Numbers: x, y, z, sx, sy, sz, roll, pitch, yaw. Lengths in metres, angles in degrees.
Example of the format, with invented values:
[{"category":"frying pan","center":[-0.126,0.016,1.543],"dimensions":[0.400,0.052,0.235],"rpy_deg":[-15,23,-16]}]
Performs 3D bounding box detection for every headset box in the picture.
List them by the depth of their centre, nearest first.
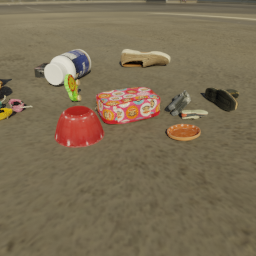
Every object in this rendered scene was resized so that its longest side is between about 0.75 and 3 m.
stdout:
[{"category":"headset box","center":[-3.979,-2.839,13.873],"dimensions":[0.923,0.479,1.240],"rpy_deg":[5,26,9]}]

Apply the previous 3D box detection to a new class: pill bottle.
[{"category":"pill bottle","center":[-2.761,-2.767,12.865],"dimensions":[1.278,1.278,2.302],"rpy_deg":[10,30,19]}]

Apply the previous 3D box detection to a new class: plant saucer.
[{"category":"plant saucer","center":[1.677,0.143,8.443],"dimensions":[0.990,0.160,0.990],"rpy_deg":[-4,24,2]}]

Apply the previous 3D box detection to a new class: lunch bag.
[{"category":"lunch bag","center":[-0.069,-0.895,9.743],"dimensions":[2.057,0.843,1.812],"rpy_deg":[-10,28,-16]}]

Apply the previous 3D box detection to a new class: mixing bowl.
[{"category":"mixing bowl","center":[-1.483,-0.149,8.387],"dimensions":[1.519,0.823,1.519],"rpy_deg":[-1,28,0]}]

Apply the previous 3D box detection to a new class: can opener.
[{"category":"can opener","center":[1.858,-0.908,10.386],"dimensions":[0.601,0.479,1.796],"rpy_deg":[-21,12,38]}]

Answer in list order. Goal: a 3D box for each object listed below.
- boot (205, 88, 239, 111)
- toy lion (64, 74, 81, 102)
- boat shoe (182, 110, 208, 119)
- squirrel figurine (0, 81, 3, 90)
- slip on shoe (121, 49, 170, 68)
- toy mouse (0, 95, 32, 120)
[{"category":"boot","center":[3.898,-1.173,10.570],"dimensions":[1.211,0.678,1.750],"rpy_deg":[-4,28,-17]},{"category":"toy lion","center":[-2.097,-1.510,10.475],"dimensions":[0.332,0.966,0.926],"rpy_deg":[-6,-1,14]},{"category":"boat shoe","center":[2.226,-0.437,9.359],"dimensions":[0.857,0.268,0.305],"rpy_deg":[0,25,13]},{"category":"squirrel figurine","center":[-5.974,-1.677,10.757],"dimensions":[2.644,1.871,2.468],"rpy_deg":[30,27,21]},{"category":"slip on shoe","center":[0.926,-3.614,15.088],"dimensions":[2.664,1.013,0.807],"rpy_deg":[8,68,-3]},{"category":"toy mouse","center":[-4.380,-0.720,9.957],"dimensions":[1.831,0.354,1.627],"rpy_deg":[-10,30,-19]}]
